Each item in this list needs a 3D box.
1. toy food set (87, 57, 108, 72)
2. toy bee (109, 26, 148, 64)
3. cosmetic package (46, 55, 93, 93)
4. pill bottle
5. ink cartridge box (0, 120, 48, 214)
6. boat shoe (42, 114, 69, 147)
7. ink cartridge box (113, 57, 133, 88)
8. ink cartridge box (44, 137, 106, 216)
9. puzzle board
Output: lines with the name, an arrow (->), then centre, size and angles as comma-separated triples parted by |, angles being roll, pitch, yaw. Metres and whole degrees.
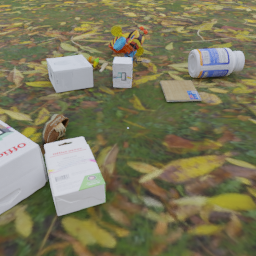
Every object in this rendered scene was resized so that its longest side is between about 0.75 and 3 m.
toy food set -> -1.901, -2.975, 12.878 | 1.766, 0.354, 1.219 | 5, 34, 8
toy bee -> 0.233, -4.076, 13.424 | 2.959, 1.609, 1.937 | 42, 6, 35
cosmetic package -> -2.318, -2.201, 11.195 | 1.502, 0.924, 1.498 | -13, 36, -19
pill bottle -> 3.712, -2.754, 11.815 | 2.104, 1.179, 1.179 | -5, 34, -8
ink cartridge box -> -3.584, 0.762, 6.503 | 2.797, 1.174, 2.025 | 25, 41, 32
boat shoe -> -2.100, 0.029, 8.213 | 0.532, 0.545, 1.441 | 5, 35, 2
ink cartridge box -> -0.205, -2.203, 11.122 | 0.740, 1.013, 0.743 | 3, 34, 2
ink cartridge box -> -1.307, 1.029, 6.600 | 1.102, 0.633, 1.882 | -12, 35, -17
puzzle board -> 1.979, -1.425, 10.754 | 1.273, 0.147, 1.689 | -1, 34, -3
